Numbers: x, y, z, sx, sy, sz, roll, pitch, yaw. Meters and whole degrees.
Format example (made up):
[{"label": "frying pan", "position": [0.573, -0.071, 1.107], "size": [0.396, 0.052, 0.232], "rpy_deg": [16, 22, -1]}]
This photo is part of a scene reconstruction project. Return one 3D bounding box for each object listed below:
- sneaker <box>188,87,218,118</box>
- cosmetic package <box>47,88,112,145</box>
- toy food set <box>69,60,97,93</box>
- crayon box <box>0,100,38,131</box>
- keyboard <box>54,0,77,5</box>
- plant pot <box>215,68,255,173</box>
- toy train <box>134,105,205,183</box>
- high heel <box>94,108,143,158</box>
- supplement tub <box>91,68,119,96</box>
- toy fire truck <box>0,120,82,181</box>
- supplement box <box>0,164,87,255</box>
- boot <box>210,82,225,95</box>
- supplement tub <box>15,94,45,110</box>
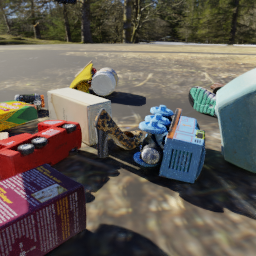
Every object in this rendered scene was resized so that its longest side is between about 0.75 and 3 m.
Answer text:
[{"label": "sneaker", "position": [2.776, -0.743, 8.914], "size": [0.871, 0.740, 1.990], "rpy_deg": [0, 28, -31]}, {"label": "cosmetic package", "position": [-1.274, -0.363, 7.193], "size": [0.716, 1.014, 1.959], "rpy_deg": [-18, 25, -39]}, {"label": "toy food set", "position": [-1.737, -2.018, 11.838], "size": [1.310, 0.728, 2.227], "rpy_deg": [-40, 21, 17]}, {"label": "crayon box", "position": [-3.668, -0.315, 7.852], "size": [1.182, 0.473, 1.862], "rpy_deg": [14, 25, 34]}, {"label": "keyboard", "position": [-2.226, -4.561, 9.930], "size": [0.813, 0.423, 0.161], "rpy_deg": [11, -21, 8]}, {"label": "plant pot", "position": [2.868, -0.200, 5.539], "size": [2.083, 2.040, 2.045], "rpy_deg": [-8, 16, 21]}, {"label": "toy train", "position": [0.925, 0.225, 5.764], "size": [1.291, 0.979, 2.259], "rpy_deg": [14, 20, 11]}, {"label": "high heel", "position": [-0.124, -0.033, 6.216], "size": [0.525, 1.048, 1.470], "rpy_deg": [17, 26, 39]}, {"label": "supplement tub", "position": [-0.935, -1.874, 11.368], "size": [0.991, 0.991, 1.369], "rpy_deg": [2, 19, 5]}, {"label": "toy fire truck", "position": [-2.400, 0.428, 5.503], "size": [1.928, 0.666, 2.734], "rpy_deg": [9, 22, 24]}, {"label": "supplement box", "position": [-1.440, 1.155, 3.417], "size": [0.925, 0.718, 1.676], "rpy_deg": [17, 26, 39]}, {"label": "boot", "position": [3.611, -1.518, 11.047], "size": [1.553, 0.535, 1.666], "rpy_deg": [7, 20, -19]}, {"label": "supplement tub", "position": [-3.216, -0.848, 9.214], "size": [0.881, 0.540, 0.540], "rpy_deg": [-5, 21, -13]}]
